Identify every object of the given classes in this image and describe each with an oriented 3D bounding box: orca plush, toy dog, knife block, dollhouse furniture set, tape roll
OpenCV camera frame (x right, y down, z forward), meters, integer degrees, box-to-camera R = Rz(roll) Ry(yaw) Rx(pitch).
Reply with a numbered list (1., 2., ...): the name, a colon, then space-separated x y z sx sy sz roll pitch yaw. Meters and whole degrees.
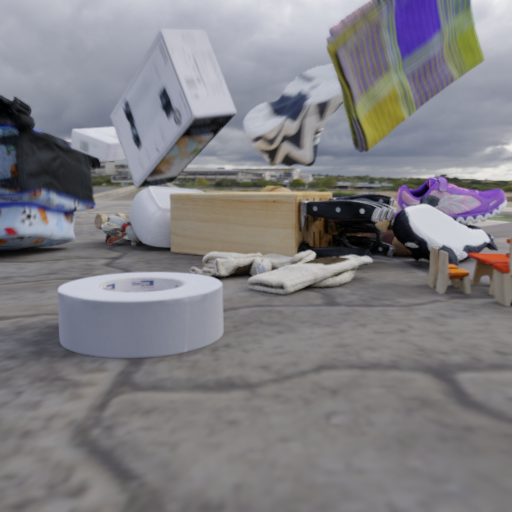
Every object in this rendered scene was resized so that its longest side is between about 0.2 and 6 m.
1. orca plush: 3.272 -0.331 10.364 2.675 1.407 0.951 -10 -19 -44
2. toy dog: -3.299 -0.512 13.393 1.028 0.751 1.559 5 18 -25
3. knife block: 0.446 -0.568 10.545 4.012 1.284 3.522 -1 6 -10
4. dollhouse furniture set: 3.215 0.093 7.235 1.628 0.839 1.611 0 7 4
5. tape roll: -1.076 0.509 5.318 1.525 0.504 1.525 -1 7 0

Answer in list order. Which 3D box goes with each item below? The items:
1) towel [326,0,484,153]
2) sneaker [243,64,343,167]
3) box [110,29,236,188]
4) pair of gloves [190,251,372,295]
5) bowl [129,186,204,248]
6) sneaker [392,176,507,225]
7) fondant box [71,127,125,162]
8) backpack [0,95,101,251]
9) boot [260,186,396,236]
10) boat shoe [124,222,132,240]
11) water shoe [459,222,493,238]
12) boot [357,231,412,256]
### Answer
1. towel: 1.904 -2.504 6.913 2.352 1.689 0.268 -37 41 -13
2. sneaker: 1.185 -2.934 12.483 2.774 1.107 1.805 -36 -31 -5
3. box: -1.210 -1.910 7.594 0.635 1.232 2.112 -16 -10 -35
4. pair of gloves: 0.311 0.139 8.600 2.027 0.418 2.384 -6 9 -39
5. bowl: -1.733 -0.955 12.882 2.149 0.802 2.146 3 26 -24
6. sneaker: 4.066 -1.211 11.943 2.392 1.057 0.962 -9 17 10
7. fondant box: -2.559 -2.024 10.062 0.876 0.354 1.214 23 25 23
8. backpack: -5.464 -1.448 11.635 3.488 2.821 3.662 3 -5 7
9. boot: 1.792 -1.000 14.532 3.970 1.313 3.476 2 20 24
10. boat shoe: -2.461 -0.857 13.767 1.190 1.056 3.184 -4 8 -27
11. water shoe: 4.735 -0.545 12.741 1.806 0.713 0.646 -4 8 -29
12. boot: 3.147 -0.395 11.770 1.819 0.658 1.513 -11 15 -43
